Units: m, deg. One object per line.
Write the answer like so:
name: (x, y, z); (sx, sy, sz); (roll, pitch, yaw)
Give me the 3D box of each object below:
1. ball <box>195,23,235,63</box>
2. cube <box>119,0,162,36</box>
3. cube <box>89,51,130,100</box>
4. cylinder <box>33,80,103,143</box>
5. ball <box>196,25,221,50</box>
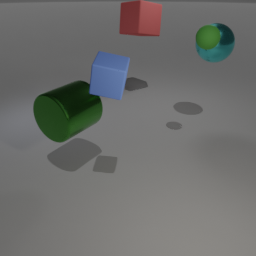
ball: (3.206, -3.128, 10.335); (1.400, 1.400, 1.400); (0, 28, 0)
cube: (0.580, -5.076, 13.108); (1.400, 1.400, 1.400); (-10, 21, -39)
cube: (-0.393, -1.125, 6.002); (0.700, 0.700, 0.700); (12, 39, -1)
cylinder: (-1.673, -0.494, 7.923); (1.400, 1.400, 1.400); (17, 33, 30)
ball: (2.332, -2.645, 8.165); (0.700, 0.700, 0.700); (0, 28, 0)
